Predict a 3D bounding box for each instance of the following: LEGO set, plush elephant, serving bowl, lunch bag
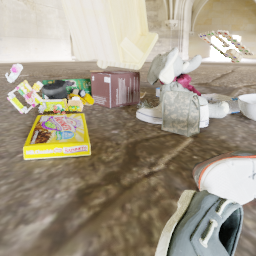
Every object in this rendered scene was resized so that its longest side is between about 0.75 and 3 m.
[{"bbox_3d":[-3.003,-0.935,9.583,2.762,1.271,1.028,31,29,-7],"label":"LEGO set"},{"bbox_3d":[1.695,-1.619,9.650,2.934,2.271,2.416,-4,17,-13],"label":"plush elephant"},{"bbox_3d":[4.585,-0.545,8.767,2.210,0.727,2.210,0,16,0],"label":"serving bowl"},{"bbox_3d":[1.464,-0.462,7.716,0.686,1.167,0.957,-16,22,-41],"label":"lunch bag"}]

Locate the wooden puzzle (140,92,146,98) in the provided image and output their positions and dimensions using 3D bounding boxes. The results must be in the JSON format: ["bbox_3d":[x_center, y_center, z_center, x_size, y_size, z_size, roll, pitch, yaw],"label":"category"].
[{"bbox_3d":[0.249,-1.485,12.931,1.116,0.208,1.032,-2,16,11],"label":"wooden puzzle"}]

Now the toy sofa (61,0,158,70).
[{"bbox_3d":[-0.348,-2.248,4.298,1.259,2.581,1.069,11,51,21],"label":"toy sofa"}]

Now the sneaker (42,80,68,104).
[{"bbox_3d":[-2.632,-1.146,10.308,0.611,1.062,2.036,12,20,1],"label":"sneaker"}]

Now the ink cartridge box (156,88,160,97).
[{"bbox_3d":[1.903,-1.673,13.131,0.971,0.417,0.711,-12,20,-31],"label":"ink cartridge box"}]

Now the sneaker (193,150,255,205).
[{"bbox_3d":[2.216,0.621,4.598,2.458,0.947,1.007,-2,10,-8],"label":"sneaker"}]

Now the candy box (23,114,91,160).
[{"bbox_3d":[-1.749,0.113,7.198,1.409,0.364,2.757,-1,16,-12],"label":"candy box"}]

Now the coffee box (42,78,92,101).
[{"bbox_3d":[-2.681,-1.697,12.509,2.196,0.483,1.350,-5,35,-14],"label":"coffee box"}]

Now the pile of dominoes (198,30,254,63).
[{"bbox_3d":[2.842,-2.365,8.220,1.399,0.223,1.090,27,-4,-25],"label":"pile of dominoes"}]

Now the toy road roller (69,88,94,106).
[{"bbox_3d":[-1.890,-1.058,10.995,0.614,0.729,0.999,13,-16,36],"label":"toy road roller"}]

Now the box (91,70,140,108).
[{"bbox_3d":[-0.490,-1.627,11.396,1.578,1.296,1.309,-14,21,-38],"label":"box"}]

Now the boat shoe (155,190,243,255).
[{"bbox_3d":[0.729,1.233,2.552,0.744,0.876,2.407,2,11,19],"label":"boat shoe"}]

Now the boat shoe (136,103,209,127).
[{"bbox_3d":[1.344,-0.556,8.675,2.279,0.796,0.808,8,18,25],"label":"boat shoe"}]

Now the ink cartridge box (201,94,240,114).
[{"bbox_3d":[3.387,-0.913,10.352,0.898,0.527,1.227,-8,17,-28],"label":"ink cartridge box"}]
